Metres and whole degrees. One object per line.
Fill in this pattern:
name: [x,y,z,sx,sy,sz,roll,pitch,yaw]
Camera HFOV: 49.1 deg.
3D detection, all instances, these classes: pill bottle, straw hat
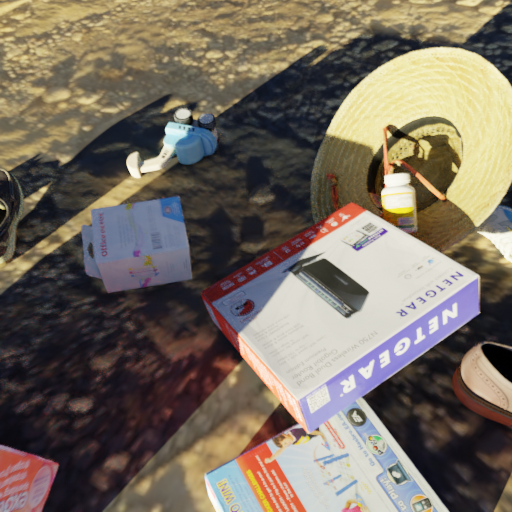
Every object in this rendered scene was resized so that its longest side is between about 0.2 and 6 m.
pill bottle: [1.950,-0.707,7.652,0.449,0.449,0.797,-5,92,-4]
straw hat: [2.480,-1.249,8.384,1.396,3.298,3.298,16,31,-46]

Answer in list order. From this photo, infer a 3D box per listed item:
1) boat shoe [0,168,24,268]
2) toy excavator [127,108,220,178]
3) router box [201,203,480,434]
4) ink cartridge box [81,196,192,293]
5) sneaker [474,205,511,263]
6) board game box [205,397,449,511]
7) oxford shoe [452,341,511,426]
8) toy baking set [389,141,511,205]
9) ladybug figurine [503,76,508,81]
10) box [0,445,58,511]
boat shoe: [-3.902,-0.681,8.420,0.651,0.576,1.779,-9,59,-9]
toy excavator: [-1.410,-1.855,9.684,1.318,0.677,1.356,13,58,13]
router box: [0.953,0.553,6.830,2.525,0.617,2.267,-31,39,-16]
ink cartridge box: [-1.663,-0.136,7.791,1.394,0.873,0.896,-9,60,-8]
sneaker: [3.771,-0.272,8.251,1.428,0.546,0.577,31,57,27]
board game box: [0.778,2.647,5.567,1.926,0.550,1.967,-22,51,-19]
oxford shoe: [3.538,1.653,6.232,2.491,0.904,0.887,16,50,14]
toy baking set: [3.858,-1.859,9.840,3.505,0.408,2.690,-22,55,-17]
ladybug figurine: [4.768,-3.535,11.394,0.781,0.281,0.530,14,49,12]
box: [-3.777,2.142,5.072,3.199,1.641,1.514,12,65,10]
